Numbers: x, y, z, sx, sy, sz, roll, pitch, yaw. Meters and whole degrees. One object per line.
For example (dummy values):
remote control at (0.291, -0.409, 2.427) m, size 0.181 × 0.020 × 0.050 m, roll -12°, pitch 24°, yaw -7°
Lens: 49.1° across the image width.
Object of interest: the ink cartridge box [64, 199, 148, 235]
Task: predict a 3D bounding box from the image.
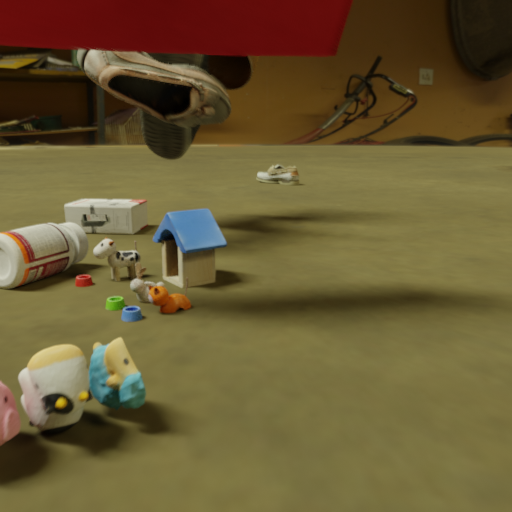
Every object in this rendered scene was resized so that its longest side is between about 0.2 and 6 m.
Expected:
ink cartridge box at (-2.759, -0.741, 10.398) m, size 1.268 × 0.525 × 0.931 m, roll 2°, pitch 14°, yaw 7°

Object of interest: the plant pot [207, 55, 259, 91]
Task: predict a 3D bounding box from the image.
plant pot at (-0.443, -4.256, 10.738) m, size 1.449 × 1.449 × 1.555 m, roll 8°, pitch 58°, yaw 30°

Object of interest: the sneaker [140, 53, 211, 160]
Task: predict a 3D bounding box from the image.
sneaker at (-1.328, -3.407, 9.849) m, size 1.169 × 3.126 × 1.660 m, roll 19°, pitch 46°, yaw 4°

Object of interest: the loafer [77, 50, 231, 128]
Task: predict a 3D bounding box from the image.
loafer at (-1.370, -2.419, 8.487) m, size 2.740 × 0.985 × 0.861 m, roll 10°, pitch 41°, yaw -48°

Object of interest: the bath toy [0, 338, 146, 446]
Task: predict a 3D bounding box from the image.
bath toy at (-1.521, 0.956, 3.315) m, size 1.635 × 0.711 × 0.604 m, roll -14°, pitch 42°, yaw -33°

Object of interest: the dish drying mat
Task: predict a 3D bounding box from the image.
dish drying mat at (-0.791, -2.423, 5.128) m, size 3.404 × 0.310 × 1.307 m, roll -1°, pitch -26°, yaw -9°

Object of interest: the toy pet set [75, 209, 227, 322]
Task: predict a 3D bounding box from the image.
toy pet set at (-1.167, -0.025, 6.644) m, size 1.597 × 0.908 × 1.711 m, roll -10°, pitch 17°, yaw -35°

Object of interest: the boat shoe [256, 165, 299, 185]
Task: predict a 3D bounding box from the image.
boat shoe at (0.711, -2.647, 18.126) m, size 1.734 × 0.593 × 0.648 m, roll 13°, pitch 18°, yaw 42°

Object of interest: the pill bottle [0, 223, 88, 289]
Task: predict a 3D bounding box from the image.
pill bottle at (-2.807, -0.050, 7.217) m, size 0.686 × 0.686 × 1.252 m, roll 6°, pitch 15°, yaw 24°
